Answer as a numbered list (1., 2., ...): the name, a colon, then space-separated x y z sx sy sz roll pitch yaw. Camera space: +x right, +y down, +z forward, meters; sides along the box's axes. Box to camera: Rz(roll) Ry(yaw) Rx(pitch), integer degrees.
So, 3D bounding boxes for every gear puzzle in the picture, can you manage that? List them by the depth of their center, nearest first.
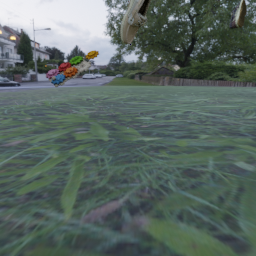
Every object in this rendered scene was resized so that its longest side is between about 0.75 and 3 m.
1. gear puzzle: -1.285 -1.511 6.729 1.425 0.187 0.738 -35 47 -15

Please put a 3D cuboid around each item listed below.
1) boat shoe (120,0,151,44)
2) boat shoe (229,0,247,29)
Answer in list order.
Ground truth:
1. boat shoe: 0.233 -2.928 7.434 0.492 1.515 0.547 33 28 25
2. boat shoe: 4.155 -4.336 10.613 0.488 0.552 1.507 -5 47 41
